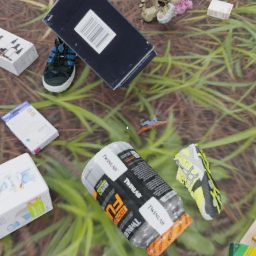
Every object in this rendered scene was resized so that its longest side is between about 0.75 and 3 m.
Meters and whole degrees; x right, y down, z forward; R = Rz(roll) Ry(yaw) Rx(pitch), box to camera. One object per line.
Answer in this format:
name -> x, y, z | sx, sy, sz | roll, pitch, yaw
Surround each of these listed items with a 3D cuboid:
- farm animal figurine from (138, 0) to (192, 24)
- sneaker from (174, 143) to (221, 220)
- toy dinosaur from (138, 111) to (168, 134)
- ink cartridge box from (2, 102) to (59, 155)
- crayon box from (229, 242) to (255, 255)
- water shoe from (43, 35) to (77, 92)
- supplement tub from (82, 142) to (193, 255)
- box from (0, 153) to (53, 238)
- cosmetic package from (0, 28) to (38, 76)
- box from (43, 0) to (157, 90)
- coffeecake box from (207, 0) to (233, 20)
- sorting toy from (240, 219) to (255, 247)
farm animal figurine -> 1.582, -4.965, 11.107 | 2.052, 1.278, 2.541 | -1, 60, 21
sneaker -> 1.710, 1.364, 7.028 | 0.813, 0.803, 2.129 | -28, 35, 21
toy dinosaur -> 0.803, -0.112, 8.554 | 0.790, 0.457, 0.870 | 14, 85, 16
ink cartridge box -> -2.987, -0.036, 8.543 | 1.597, 0.335, 0.953 | 41, 67, 18
crayon box -> 2.816, 3.637, 6.074 | 1.240, 0.496, 1.954 | 8, 66, 10
water shoe -> -2.298, -2.592, 9.587 | 1.044, 1.152, 2.920 | 7, 60, 5
supplement tub -> 0.200, 1.680, 6.777 | 1.570, 1.570, 2.563 | -37, 65, -20
box -> -3.158, 1.833, 6.683 | 2.313, 1.301, 1.172 | -26, 62, -25
cosmetic package -> -4.694, -2.983, 10.117 | 2.699, 0.683, 1.114 | 27, 62, 16
box -> -0.593, -2.565, 8.151 | 2.601, 2.580, 1.603 | 45, 104, -2
coffeecake box -> 3.756, -4.836, 11.448 | 0.870, 0.318, 0.668 | 21, 61, 12
sorting toy -> 4.240, 2.993, 6.676 | 2.536, 0.373, 1.875 | 38, 66, 21
